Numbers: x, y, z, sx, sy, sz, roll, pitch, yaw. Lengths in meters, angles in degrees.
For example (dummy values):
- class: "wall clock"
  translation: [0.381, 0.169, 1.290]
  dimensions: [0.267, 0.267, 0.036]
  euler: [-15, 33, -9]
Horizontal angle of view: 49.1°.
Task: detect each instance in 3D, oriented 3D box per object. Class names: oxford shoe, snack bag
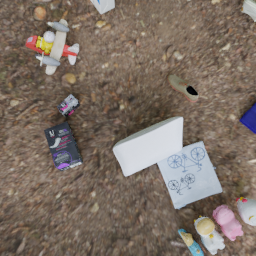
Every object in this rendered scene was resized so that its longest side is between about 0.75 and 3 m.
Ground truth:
- class: "oxford shoe"
  translation: [5.911, -4.913, 12.327]
  dimensions: [2.160, 0.624, 0.812]
  euler: [29, 40, -4]
- class: "snack bag"
  translation: [2.280, 1.704, 10.398]
  dimensions: [1.971, 0.224, 2.090]
  euler: [-19, 73, -5]
- class: "oxford shoe"
  translation: [2.257, -1.712, 11.289]
  dimensions: [1.554, 0.581, 0.548]
  euler: [40, 77, 11]

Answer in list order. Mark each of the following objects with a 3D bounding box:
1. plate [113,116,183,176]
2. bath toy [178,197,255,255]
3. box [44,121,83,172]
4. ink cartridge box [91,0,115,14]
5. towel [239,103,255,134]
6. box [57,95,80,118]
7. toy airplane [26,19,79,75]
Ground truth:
- class: "plate"
  translation: [0.727, 0.610, 9.520]
  dimensions: [2.377, 2.382, 0.385]
  euler: [-25, 58, -5]
- class: "bath toy"
  translation: [3.201, 3.211, 9.540]
  dimensions: [2.887, 1.256, 1.067]
  euler: [-28, 32, -7]
- class: "box"
  translation: [-2.381, 0.697, 10.397]
  dimensions: [0.941, 0.817, 1.540]
  euler: [-20, 73, -6]
- class: "ink cartridge box"
  translation: [-1.530, -6.405, 12.380]
  dimensions: [0.775, 1.339, 2.305]
  euler: [-32, 75, -9]
- class: "towel"
  translation: [5.132, -0.417, 11.051]
  dimensions: [1.265, 0.313, 0.934]
  euler: [-42, 70, -12]
- class: "box"
  translation: [-2.352, -0.866, 11.058]
  dimensions: [0.445, 0.512, 0.775]
  euler: [42, 77, 12]
- class: "toy airplane"
  translation: [-2.949, -3.353, 11.384]
  dimensions: [1.976, 1.400, 1.984]
  euler: [-33, 74, -11]
